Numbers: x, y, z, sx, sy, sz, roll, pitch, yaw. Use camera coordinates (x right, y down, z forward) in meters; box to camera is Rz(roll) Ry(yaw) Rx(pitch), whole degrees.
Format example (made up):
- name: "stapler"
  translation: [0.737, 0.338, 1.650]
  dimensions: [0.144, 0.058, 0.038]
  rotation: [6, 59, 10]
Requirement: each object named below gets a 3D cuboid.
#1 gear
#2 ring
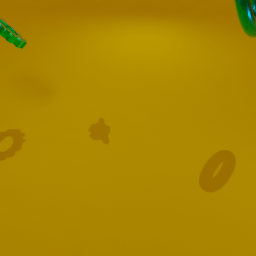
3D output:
- name: "gear"
  translation: [-3.182, -2.540, 7.277]
  dimensions: [0.216, 1.169, 1.169]
  rotation: [-47, 48, 7]
- name: "ring"
  translation: [2.743, -2.817, 6.314]
  dimensions: [0.307, 1.537, 1.537]
  rotation: [-7, 31, 38]
